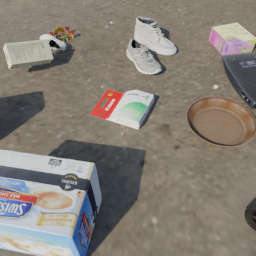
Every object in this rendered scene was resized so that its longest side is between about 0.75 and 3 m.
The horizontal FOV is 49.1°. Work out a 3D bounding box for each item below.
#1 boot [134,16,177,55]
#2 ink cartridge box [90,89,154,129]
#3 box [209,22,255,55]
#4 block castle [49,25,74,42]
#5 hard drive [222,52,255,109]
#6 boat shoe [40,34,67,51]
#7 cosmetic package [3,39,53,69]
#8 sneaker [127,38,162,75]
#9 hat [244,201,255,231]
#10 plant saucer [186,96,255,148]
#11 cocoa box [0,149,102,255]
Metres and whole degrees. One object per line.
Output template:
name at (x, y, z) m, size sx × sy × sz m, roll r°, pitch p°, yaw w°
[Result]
boot at (1.126, -3.907, 11.758) m, size 2.185 × 1.044 × 0.803 m, roll 32°, pitch 56°, yaw 25°
ink cartridge box at (-0.193, -0.792, 9.443) m, size 1.791 × 0.448 × 1.441 m, roll 19°, pitch 51°, yaw 14°
box at (4.375, -3.713, 11.823) m, size 1.263 × 0.694 × 1.436 m, roll -15°, pitch 49°, yaw -12°
block castle at (-2.920, -4.148, 12.368) m, size 0.973 × 0.456 × 0.650 m, roll -30°, pitch 55°, yaw -24°
hard drive at (4.641, -1.777, 10.196) m, size 1.815 × 0.570 × 2.691 m, roll -8°, pitch 49°, yaw -7°
boat shoe at (-3.244, -3.593, 11.815) m, size 1.356 × 0.488 × 0.445 m, roll 30°, pitch 26°, yaw 15°
cosmetic package at (-3.682, -2.748, 10.393) m, size 1.573 × 0.559 × 0.827 m, roll -16°, pitch 91°, yaw -31°
sneaker at (0.558, -2.794, 10.927) m, size 0.746 × 0.818 × 1.996 m, roll -29°, pitch 55°, yaw -23°
hat at (3.263, 2.224, 6.833) m, size 0.852 × 0.344 × 0.852 m, roll -6°, pitch 48°, yaw 6°
plant saucer at (2.907, -0.145, 8.879) m, size 2.174 × 0.398 × 2.174 m, roll 0°, pitch 49°, yaw 0°
cocoa box at (-2.085, 1.752, 6.300) m, size 2.594 × 1.730 × 1.702 m, roll 8°, pitch 49°, yaw 7°
